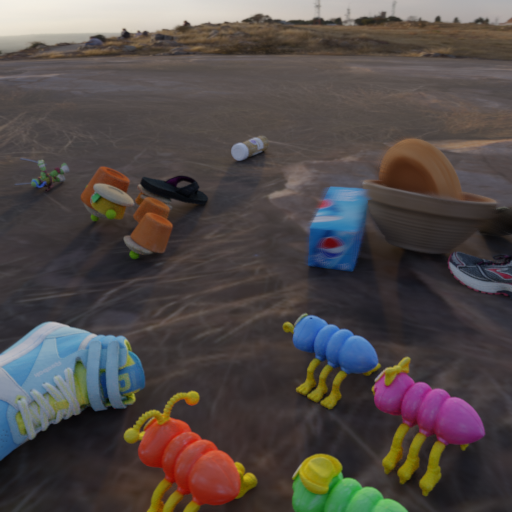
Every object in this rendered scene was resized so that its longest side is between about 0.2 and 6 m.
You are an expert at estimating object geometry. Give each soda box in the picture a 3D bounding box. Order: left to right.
[{"bbox_3d":[1.612,-0.592,10.722,0.823,0.779,2.426,7,25,14],"label":"soda box"}]

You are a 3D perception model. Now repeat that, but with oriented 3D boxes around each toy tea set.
[{"bbox_3d":[-2.617,-0.748,11.198,1.825,1.136,3.069,24,14,-20],"label":"toy tea set"}]

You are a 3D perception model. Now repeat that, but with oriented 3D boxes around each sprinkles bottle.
[{"bbox_3d":[-0.164,-3.238,16.789,0.489,0.489,1.433,14,28,28],"label":"sprinkles bottle"}]

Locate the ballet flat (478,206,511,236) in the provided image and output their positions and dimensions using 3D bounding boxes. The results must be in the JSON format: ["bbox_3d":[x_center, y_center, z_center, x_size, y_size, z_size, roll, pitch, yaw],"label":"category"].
[{"bbox_3d":[4.758,-0.785,9.966,1.035,0.712,3.073,-13,-2,4],"label":"ballet flat"}]

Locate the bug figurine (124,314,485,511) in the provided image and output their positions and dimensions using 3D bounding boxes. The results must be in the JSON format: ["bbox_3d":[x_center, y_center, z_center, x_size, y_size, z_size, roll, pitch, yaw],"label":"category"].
[{"bbox_3d":[0.659,1.672,5.645,2.815,0.934,3.630,19,30,34],"label":"bug figurine"}]

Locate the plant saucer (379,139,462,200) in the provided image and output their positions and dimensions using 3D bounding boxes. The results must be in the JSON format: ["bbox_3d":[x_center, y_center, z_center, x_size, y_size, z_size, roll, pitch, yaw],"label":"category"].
[{"bbox_3d":[2.843,-1.153,10.073,0.349,1.864,1.864,-24,33,-25],"label":"plant saucer"}]

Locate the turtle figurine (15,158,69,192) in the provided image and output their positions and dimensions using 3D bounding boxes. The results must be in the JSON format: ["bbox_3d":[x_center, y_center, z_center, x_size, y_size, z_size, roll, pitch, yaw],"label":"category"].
[{"bbox_3d":[-5.309,-2.081,13.978,1.067,0.768,1.035,19,27,29],"label":"turtle figurine"}]

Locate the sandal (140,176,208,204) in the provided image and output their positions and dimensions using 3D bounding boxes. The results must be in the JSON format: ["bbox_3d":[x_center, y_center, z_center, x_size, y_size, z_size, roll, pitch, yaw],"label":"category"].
[{"bbox_3d":[-1.677,-1.520,12.404,0.736,0.469,1.959,36,17,29],"label":"sandal"}]

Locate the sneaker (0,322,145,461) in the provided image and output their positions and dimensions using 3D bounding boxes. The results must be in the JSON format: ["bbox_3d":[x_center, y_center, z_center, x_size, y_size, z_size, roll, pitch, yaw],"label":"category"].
[{"bbox_3d":[-2.110,1.493,6.047,1.539,0.937,2.357,4,26,11],"label":"sneaker"}]

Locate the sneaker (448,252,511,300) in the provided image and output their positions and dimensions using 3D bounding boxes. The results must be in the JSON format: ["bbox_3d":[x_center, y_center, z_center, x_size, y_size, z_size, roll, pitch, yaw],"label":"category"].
[{"bbox_3d":[4.038,0.245,9.009,1.873,0.699,0.755,19,31,36],"label":"sneaker"}]

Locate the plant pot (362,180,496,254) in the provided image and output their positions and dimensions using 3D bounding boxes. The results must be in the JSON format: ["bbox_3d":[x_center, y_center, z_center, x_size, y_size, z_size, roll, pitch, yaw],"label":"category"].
[{"bbox_3d":[3.061,-0.691,10.292,2.350,1.085,2.350,8,13,-2],"label":"plant pot"}]
